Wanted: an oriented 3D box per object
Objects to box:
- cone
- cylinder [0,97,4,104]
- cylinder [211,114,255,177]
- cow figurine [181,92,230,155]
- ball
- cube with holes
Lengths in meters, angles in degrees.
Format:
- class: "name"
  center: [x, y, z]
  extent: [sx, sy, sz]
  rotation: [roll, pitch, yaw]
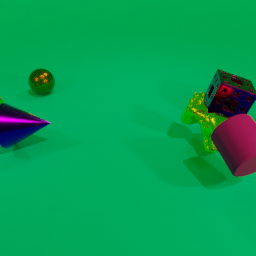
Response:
- class: "cone"
  center: [-2.476, -0.089, 6.951]
  extent: [1.148, 1.144, 1.144]
  rotation: [-3, 33, 3]
- class: "cylinder"
  center: [-4.082, -0.517, 7.838]
  extent: [0.895, 0.895, 0.895]
  rotation: [11, 50, 17]
- class: "cylinder"
  center: [2.282, 0.352, 5.591]
  extent: [0.920, 0.920, 0.920]
  rotation: [-10, 53, -16]
- class: "cow figurine"
  center: [2.182, -0.137, 7.057]
  extent: [1.629, 0.894, 1.603]
  rotation: [4, 53, -10]
- class: "ball"
  center: [-2.987, -1.616, 9.708]
  extent: [0.893, 0.893, 0.893]
  rotation: [0, 33, 0]
- class: "cube with holes"
  center: [2.934, -0.901, 8.210]
  extent: [1.066, 1.066, 1.066]
  rotation: [19, 34, -1]
